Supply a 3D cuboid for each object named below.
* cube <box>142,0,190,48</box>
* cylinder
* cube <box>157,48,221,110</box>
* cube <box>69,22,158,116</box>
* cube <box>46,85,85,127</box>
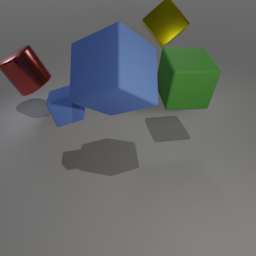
[{"bbox_3d":[1.573,-4.396,11.873,1.400,1.400,1.400,-38,7,13],"label":"cube"},{"bbox_3d":[-3.896,-2.172,10.644,1.400,1.400,1.400,-23,31,15],"label":"cylinder"},{"bbox_3d":[1.772,-1.528,8.665,1.400,1.400,1.400,-3,44,-10],"label":"cube"},{"bbox_3d":[-0.293,-1.187,6.176,1.400,1.400,1.400,-10,-16,35],"label":"cube"},{"bbox_3d":[-1.493,-0.559,6.812,0.700,0.700,0.700,-17,31,2],"label":"cube"}]
